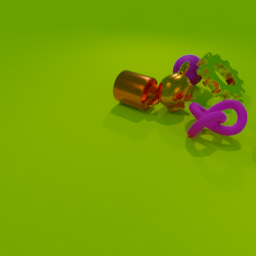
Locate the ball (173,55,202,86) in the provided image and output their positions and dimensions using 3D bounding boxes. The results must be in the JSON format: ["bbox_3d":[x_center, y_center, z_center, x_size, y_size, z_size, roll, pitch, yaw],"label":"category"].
[{"bbox_3d":[2.344,-2.214,10.839,1.221,1.221,1.221,0,35,0],"label":"ball"}]

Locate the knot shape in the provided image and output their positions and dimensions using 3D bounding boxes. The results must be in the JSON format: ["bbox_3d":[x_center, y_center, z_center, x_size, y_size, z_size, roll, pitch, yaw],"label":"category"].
[{"bbox_3d":[2.491,-0.332,8.492,1.807,0.835,1.691,-15,22,-6],"label":"knot shape"}]

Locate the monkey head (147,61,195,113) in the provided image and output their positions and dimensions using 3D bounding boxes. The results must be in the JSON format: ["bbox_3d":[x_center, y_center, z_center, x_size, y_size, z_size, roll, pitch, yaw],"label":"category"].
[{"bbox_3d":[1.473,-1.304,9.540,1.960,1.181,1.410,-48,31,2],"label":"monkey head"}]

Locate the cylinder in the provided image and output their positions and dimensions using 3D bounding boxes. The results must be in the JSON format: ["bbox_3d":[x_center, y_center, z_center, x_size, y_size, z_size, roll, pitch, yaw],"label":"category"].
[{"bbox_3d":[0.266,-1.314,9.699,1.162,1.162,1.162,22,41,28],"label":"cylinder"}]

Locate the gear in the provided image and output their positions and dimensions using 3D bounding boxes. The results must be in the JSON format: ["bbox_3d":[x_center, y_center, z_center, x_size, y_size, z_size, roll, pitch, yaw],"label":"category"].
[{"bbox_3d":[3.381,-1.828,10.155,2.014,0.373,2.014,19,51,-25],"label":"gear"}]
